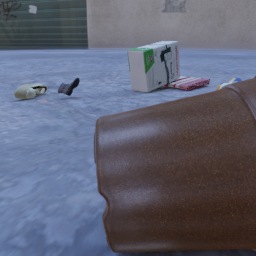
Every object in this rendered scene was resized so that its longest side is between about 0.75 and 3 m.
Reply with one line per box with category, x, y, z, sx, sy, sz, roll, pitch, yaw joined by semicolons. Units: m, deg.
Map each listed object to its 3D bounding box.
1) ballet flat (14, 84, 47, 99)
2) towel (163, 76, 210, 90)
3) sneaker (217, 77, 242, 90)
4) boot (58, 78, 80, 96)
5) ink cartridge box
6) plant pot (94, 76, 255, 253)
ballet flat;-3.556;-1.370;10.445;0.546;0.546;1.571;6;20;17
towel;2.226;-2.112;12.973;1.840;0.291;2.555;-20;25;-40
sneaker;3.970;-1.370;10.387;0.799;0.683;1.813;29;38;32
boot;-2.196;-1.582;10.307;0.553;0.293;0.840;20;62;26
ink cartridge box;1.163;-2.655;11.851;0.964;1.702;2.322;15;33;42
plant pot;0.697;0.454;3.074;1.929;1.948;1.948;-7;19;1
